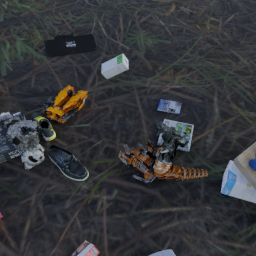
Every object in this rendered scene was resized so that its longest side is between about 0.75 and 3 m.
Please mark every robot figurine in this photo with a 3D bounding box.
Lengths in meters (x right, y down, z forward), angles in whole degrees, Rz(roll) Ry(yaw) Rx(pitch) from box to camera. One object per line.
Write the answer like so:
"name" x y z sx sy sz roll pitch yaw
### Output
"robot figurine" -2.552 -0.948 11.495 1.420 0.570 1.959 20 51 17

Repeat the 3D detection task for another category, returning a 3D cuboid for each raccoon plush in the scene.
"raccoon plush" -3.607 0.412 9.809 1.034 1.433 2.138 -21 41 -26

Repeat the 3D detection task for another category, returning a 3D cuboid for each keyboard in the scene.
"keyboard" -3.011 -4.376 14.743 2.618 0.519 1.362 -11 72 -11

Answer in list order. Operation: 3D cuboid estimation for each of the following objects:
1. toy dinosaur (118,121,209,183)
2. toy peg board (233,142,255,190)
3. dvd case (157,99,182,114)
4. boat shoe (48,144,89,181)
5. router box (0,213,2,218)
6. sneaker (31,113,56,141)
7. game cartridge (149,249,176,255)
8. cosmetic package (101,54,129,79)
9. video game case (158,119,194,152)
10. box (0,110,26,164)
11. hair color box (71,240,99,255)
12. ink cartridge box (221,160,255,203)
"toy dinosaur" 1.174 1.042 9.487 2.880 1.471 1.955 23 73 1
"toy peg board" 4.911 1.231 8.339 2.447 1.197 2.437 -25 73 -37
"dvd case" 1.763 -0.912 11.786 0.971 0.085 0.693 12 49 10
"boat shoe" -2.098 1.117 9.640 0.681 0.604 1.822 -37 58 -28
"router box" -5.090 2.432 8.565 1.719 0.468 1.915 -30 55 -24
"sneaker" -3.261 -0.203 10.775 0.579 0.658 1.554 -31 55 -26
"game cartridge" 0.697 3.946 7.360 1.621 0.328 1.081 -22 48 -19
"cosmetic package" -0.564 -2.644 12.087 1.125 0.477 0.605 -20 52 23
"video game case" 1.837 0.258 10.715 1.184 0.143 1.299 12 49 10
"box" -4.714 0.433 10.310 2.273 0.495 1.821 -24 53 -19
"hair color box" -1.281 3.492 7.367 0.975 0.312 0.540 -41 17 -30
"ink cartridge box" 3.767 1.747 8.938 1.307 0.819 0.840 16 50 13
